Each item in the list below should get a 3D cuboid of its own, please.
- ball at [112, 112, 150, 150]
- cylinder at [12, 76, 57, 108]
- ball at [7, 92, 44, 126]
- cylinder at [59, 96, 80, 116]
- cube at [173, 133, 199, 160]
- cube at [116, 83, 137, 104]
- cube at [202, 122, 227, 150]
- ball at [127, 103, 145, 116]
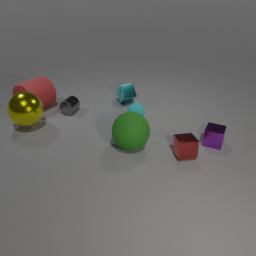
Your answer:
[{"bbox_3d":[0.104,0.107,10.205,1.400,1.400,1.400,0,31,0],"label":"ball"},{"bbox_3d":[-4.270,-1.514,12.858,1.400,1.400,1.400,18,33,27],"label":"cylinder"},{"bbox_3d":[-4.133,-0.766,11.300,1.400,1.400,1.400,0,31,0],"label":"ball"},{"bbox_3d":[-2.652,-1.023,12.779,0.700,0.700,0.700,10,33,17],"label":"cylinder"},{"bbox_3d":[2.037,0.646,9.933,0.700,0.700,0.700,-5,24,-9],"label":"cube"},{"bbox_3d":[-0.075,-1.664,13.580,0.700,0.700,0.700,-14,-9,-20],"label":"cube"},{"bbox_3d":[3.267,0.296,10.596,0.700,0.700,0.700,14,34,22],"label":"cube"},{"bbox_3d":[0.323,-0.667,11.233,0.700,0.700,0.700,0,31,0],"label":"ball"}]
